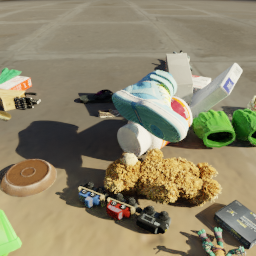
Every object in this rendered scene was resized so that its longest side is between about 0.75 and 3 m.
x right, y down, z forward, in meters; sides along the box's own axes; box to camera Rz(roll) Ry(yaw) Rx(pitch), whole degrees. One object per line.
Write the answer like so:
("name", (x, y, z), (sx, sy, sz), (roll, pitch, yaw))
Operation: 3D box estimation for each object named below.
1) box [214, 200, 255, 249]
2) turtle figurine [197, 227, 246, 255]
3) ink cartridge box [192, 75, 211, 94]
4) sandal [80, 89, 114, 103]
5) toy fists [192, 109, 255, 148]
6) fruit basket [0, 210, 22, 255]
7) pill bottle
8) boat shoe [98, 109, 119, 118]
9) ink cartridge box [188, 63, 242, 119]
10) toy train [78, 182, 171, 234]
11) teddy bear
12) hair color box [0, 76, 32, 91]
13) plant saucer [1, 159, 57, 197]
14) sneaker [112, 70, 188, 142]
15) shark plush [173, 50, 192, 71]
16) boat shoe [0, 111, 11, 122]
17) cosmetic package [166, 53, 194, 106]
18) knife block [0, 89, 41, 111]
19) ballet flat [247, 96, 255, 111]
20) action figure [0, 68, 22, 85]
("box", (2.568, 2.138, 6.315), (0.771, 0.249, 0.978), (-20, 37, -28))
("turtle figurine", (1.808, 2.432, 5.574), (0.793, 0.533, 1.060), (11, 15, -9))
("ink cartridge box", (3.042, -1.841, 12.596), (0.996, 0.578, 1.380), (16, 34, 24))
("sandal", (-1.163, -1.371, 11.968), (1.781, 0.426, 0.669), (-7, 32, -11))
("toy fists", (3.473, -0.020, 9.270), (2.677, 0.921, 1.365), (-3, 36, -2))
("fruit basket", (-2.814, 2.557, 5.007), (1.933, 1.394, 1.933), (6, 70, -17))
("pill bottle", (0.852, -0.026, 8.836), (2.347, 1.326, 1.326), (-30, 42, -35))
("boat shoe", (-0.741, -0.591, 10.851), (0.826, 0.246, 0.297), (-6, 32, -10))
("ink cartridge box", (2.981, -1.202, 10.505), (0.484, 2.384, 2.379), (48, 44, -3))
("toy train", (-0.204, 1.886, 6.619), (2.479, 0.423, 0.568), (16, 45, 24))
("teddy bear", (0.883, 1.174, 7.209), (2.990, 0.998, 2.168), (13, 33, 20))
("hair color box", (-5.195, -1.881, 12.778), (0.770, 0.465, 1.517), (11, 34, 18))
("plant saucer", (-2.733, 1.295, 7.729), (1.481, 0.255, 1.481), (1, 31, 0))
("sneaker", (0.944, -0.783, 7.555), (1.805, 1.099, 2.764), (-37, 41, -18))
("shark plush", (3.036, -3.875, 15.631), (1.017, 0.932, 2.238), (2, 31, 4))
("boat shoe", (-3.665, -0.368, 7.778), (0.773, 0.250, 0.283), (26, 25, -34))
("cosmetic package", (1.858, -1.804, 10.321), (0.892, 1.057, 1.978), (0, 44, 6))
("knife block", (-4.553, -1.260, 11.689), (1.467, 0.535, 1.671), (-19, 35, -29))
("ballet flat", (5.039, -0.541, 10.282), (0.866, 0.732, 2.290), (2, 31, -7))
("action figure", (-5.909, -2.310, 13.505), (0.998, 0.462, 1.690), (3, 38, 3))
